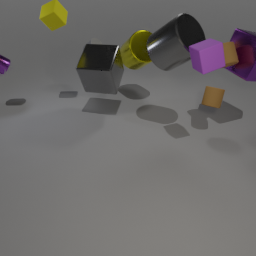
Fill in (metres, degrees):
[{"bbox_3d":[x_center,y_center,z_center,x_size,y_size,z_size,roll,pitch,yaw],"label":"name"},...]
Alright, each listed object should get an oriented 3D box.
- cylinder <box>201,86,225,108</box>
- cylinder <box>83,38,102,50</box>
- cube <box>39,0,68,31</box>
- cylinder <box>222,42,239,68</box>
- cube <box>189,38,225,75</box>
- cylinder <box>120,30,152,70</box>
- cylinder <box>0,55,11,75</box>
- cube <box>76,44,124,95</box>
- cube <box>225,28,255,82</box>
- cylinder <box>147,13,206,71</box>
[{"bbox_3d":[3.161,-1.149,10.411,0.700,0.700,0.700,12,10,-2],"label":"cylinder"},{"bbox_3d":[-1.671,-3.809,13.338,0.700,0.700,0.700,-26,9,43],"label":"cylinder"},{"bbox_3d":[-2.767,-4.213,10.463,0.700,0.700,0.700,-14,60,24],"label":"cube"},{"bbox_3d":[3.338,-2.483,9.571,0.700,0.700,0.700,-13,-2,0],"label":"cylinder"},{"bbox_3d":[2.237,-2.038,7.943,0.700,0.700,0.700,-21,30,-3],"label":"cube"},{"bbox_3d":[0.487,-3.426,12.441,1.400,1.400,1.400,-12,2,-20],"label":"cylinder"},{"bbox_3d":[-5.311,-2.658,11.468,0.700,0.700,0.700,27,10,-40],"label":"cylinder"},{"bbox_3d":[-1.064,-2.355,11.248,1.400,1.400,1.400,6,59,13],"label":"cube"},{"bbox_3d":[4.476,-2.583,10.046,1.400,1.400,1.400,-4,36,-33],"label":"cube"},{"bbox_3d":[1.576,-2.780,9.223,1.400,1.400,1.400,-28,5,-38],"label":"cylinder"}]
